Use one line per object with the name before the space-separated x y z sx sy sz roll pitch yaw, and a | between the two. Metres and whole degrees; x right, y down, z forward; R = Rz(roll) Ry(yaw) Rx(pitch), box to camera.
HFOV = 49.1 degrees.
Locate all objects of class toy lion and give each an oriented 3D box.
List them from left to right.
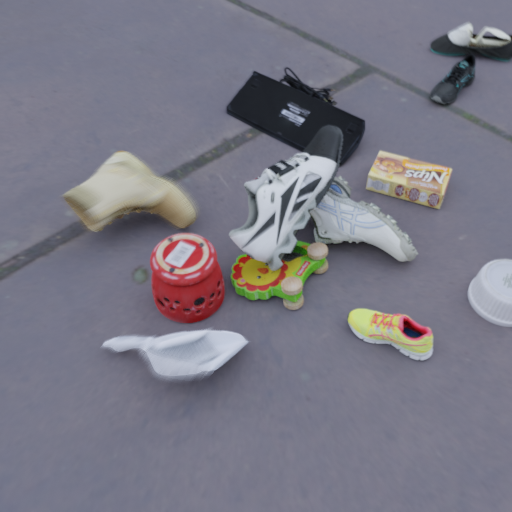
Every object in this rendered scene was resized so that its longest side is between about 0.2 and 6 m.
toy lion | 0.375 0.253 10.627 1.541 0.552 1.608 20 51 27

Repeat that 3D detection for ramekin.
ramekin | 4.536 0.617 10.155 1.208 0.634 1.208 0 48 0

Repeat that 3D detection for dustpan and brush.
dustpan and brush | -1.481 1.506 9.162 2.296 0.657 1.602 -14 4 20

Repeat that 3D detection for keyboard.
keyboard | 1.116 -3.470 13.969 3.616 0.716 1.882 33 79 25

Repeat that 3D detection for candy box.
candy box | 3.350 -1.682 12.302 1.648 0.456 0.952 19 51 16

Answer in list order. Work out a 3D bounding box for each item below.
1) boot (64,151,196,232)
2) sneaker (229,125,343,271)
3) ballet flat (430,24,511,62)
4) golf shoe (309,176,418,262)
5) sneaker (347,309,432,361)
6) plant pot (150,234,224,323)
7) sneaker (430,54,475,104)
boot | -2.459 -0.958 11.067 2.182 0.794 1.696 39 53 3
sneaker | 0.521 -1.264 10.102 1.273 1.066 2.876 30 86 -17
ballet flat | 6.262 -6.184 16.026 2.394 0.819 0.814 9 55 8
golf shoe | 1.861 -0.580 11.192 2.790 1.092 1.356 41 95 19
sneaker | 2.323 1.197 9.605 1.533 0.692 0.599 18 53 18
plant pot | -1.233 0.361 10.023 1.314 1.196 1.314 1 49 -1
sneaker | 5.209 -4.676 14.771 0.716 0.753 1.899 32 57 23
